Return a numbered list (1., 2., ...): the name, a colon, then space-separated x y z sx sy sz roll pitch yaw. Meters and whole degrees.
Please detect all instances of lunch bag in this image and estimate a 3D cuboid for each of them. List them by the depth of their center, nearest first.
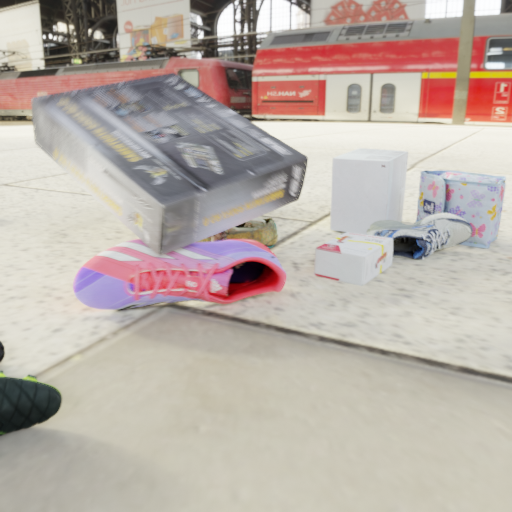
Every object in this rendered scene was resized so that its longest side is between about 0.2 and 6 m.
1. lunch bag: 4.387 -1.055 12.280 1.754 1.487 1.115 15 25 34

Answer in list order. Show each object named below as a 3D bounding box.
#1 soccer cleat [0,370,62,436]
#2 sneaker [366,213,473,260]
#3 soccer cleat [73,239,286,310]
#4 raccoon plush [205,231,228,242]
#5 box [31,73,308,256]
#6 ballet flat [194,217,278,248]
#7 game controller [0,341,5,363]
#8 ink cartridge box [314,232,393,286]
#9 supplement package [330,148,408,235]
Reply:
1. soccer cleat: -2.986 1.631 5.167 2.266 0.765 0.919 -1 42 -19
2. sneaker: 3.346 -0.271 11.227 2.132 0.822 0.908 -8 28 -1
3. soccer cleat: -1.105 0.316 8.659 3.240 1.081 1.239 -6 20 -25
4. raccoon plush: -0.553 -1.626 11.441 3.491 1.689 2.339 -39 47 -24
5. box: -1.542 -1.845 9.817 3.093 0.944 3.906 -26 51 -37
6. ballet flat: -0.619 -0.551 11.895 2.160 0.764 0.764 -1 17 -1
7. game controller: -4.293 1.309 6.617 2.362 0.497 1.232 1 32 5
8. ink cartridge box: 1.821 0.015 10.355 0.988 0.568 1.361 11 21 32
9. supplement package: 2.715 -1.564 13.397 1.359 1.767 1.848 9 19 26
